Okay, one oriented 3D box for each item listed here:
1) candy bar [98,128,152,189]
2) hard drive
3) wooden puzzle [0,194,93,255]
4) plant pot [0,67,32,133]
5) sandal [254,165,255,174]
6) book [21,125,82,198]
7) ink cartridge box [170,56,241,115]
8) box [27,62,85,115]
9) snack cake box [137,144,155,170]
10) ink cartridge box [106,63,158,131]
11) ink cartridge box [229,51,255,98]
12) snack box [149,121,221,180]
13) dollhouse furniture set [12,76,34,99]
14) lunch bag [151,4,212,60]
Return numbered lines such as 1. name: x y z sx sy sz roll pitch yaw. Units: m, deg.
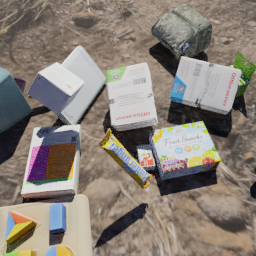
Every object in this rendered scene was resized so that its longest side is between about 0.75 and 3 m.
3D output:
1. candy bar: -0.028 0.957 8.104 0.255 2.304 0.575 -5 45 46
2. hard drive: -2.046 -1.630 10.863 0.371 1.834 2.781 -6 44 43
3. wooden puzzle: -2.473 3.232 7.953 2.809 0.650 2.602 -7 54 -5
4. plant pot: -5.381 -0.965 10.132 2.242 2.249 2.290 31 65 20
5. sandal: 5.101 0.901 9.530 2.478 0.995 0.669 -27 42 -20
6. book: -2.550 1.061 9.599 1.736 0.624 2.598 -3 53 1
7. ink cartridge box: 2.950 -1.618 10.871 2.281 0.980 1.671 17 89 10
8. box: -2.242 -1.294 8.928 1.165 0.814 1.531 36 25 -8
9. snack cake box: 0.618 1.026 9.780 0.505 0.295 0.878 -4 54 -5
10. ink cartridge box: 0.141 -1.108 10.351 1.591 0.919 2.187 -10 73 10
11. ink cartridge box: 4.373 -2.152 11.339 0.572 1.510 1.116 -22 57 -16
12. snack box: 1.909 0.753 9.735 2.004 0.678 1.690 -9 56 -8
13. dollhouse furniture set: -3.976 -1.140 11.440 1.785 1.267 1.415 14 92 -20
14. lunch bag: 2.423 -4.301 12.912 1.961 1.629 2.338 -33 61 -10
